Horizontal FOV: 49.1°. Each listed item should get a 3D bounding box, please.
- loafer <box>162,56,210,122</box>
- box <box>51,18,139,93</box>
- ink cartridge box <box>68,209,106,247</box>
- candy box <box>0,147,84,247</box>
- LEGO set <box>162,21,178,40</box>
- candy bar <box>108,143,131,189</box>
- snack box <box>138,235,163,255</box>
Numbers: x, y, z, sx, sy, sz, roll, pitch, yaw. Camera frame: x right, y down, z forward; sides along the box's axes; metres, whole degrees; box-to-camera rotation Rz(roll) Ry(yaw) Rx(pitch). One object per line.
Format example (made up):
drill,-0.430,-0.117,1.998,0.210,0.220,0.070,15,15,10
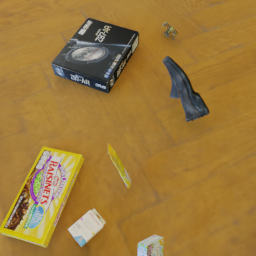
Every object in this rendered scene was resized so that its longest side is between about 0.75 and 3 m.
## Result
loafer,1.563,-1.122,8.313,0.768,0.774,2.125,-32,96,19
box,-1.096,-2.714,10.148,2.184,0.593,2.726,21,61,13
ink cartridge box,-0.994,2.448,6.919,0.798,0.500,0.513,-37,74,-22
candy box,-2.212,1.704,7.440,1.281,0.331,2.506,11,57,12
LEGO set,1.549,-3.698,10.781,0.435,0.577,0.750,-48,56,18
candy bar,-0.209,1.020,7.243,0.171,1.539,0.384,-18,40,7
snack box,0.497,2.875,6.183,0.277,0.691,0.820,3,88,37
